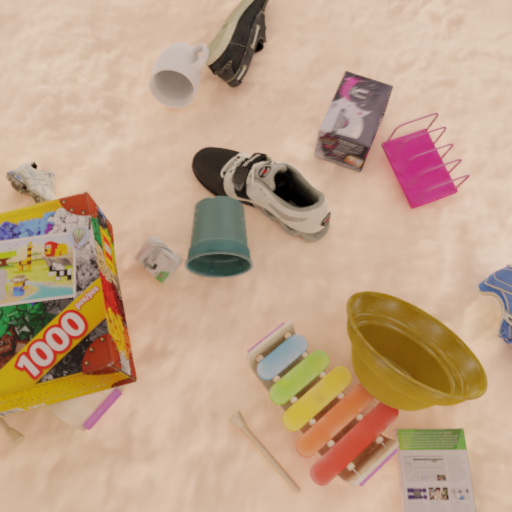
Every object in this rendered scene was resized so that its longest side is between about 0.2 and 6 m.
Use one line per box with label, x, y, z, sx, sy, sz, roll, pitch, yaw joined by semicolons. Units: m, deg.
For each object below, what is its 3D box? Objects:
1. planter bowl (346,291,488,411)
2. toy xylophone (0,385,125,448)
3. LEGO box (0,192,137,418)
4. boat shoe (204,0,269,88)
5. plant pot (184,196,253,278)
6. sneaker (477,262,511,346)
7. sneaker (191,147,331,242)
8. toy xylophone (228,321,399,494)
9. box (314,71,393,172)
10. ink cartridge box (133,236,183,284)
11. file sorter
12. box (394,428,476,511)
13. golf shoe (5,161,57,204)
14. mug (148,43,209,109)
planter bowl;2.536;1.878;9.821;2.694;1.122;2.694;21;25;-11
toy xylophone;-4.015;2.035;10.231;2.194;0.753;2.997;-40;72;-12
LEGO box;-4.356;1.028;9.362;4.097;1.581;3.051;-15;69;-2
boat shoe;-0.258;-5.411;13.536;1.091;1.159;3.228;37;58;-24
plant pot;-0.720;-0.392;10.967;1.318;1.318;1.291;0;68;0
sneaker;5.188;1.518;10.454;1.125;1.106;2.921;-24;67;15
sneaker;0.104;-1.611;11.499;3.294;1.458;1.220;27;70;13
toy xylophone;0.923;2.788;9.897;3.041;0.764;2.227;40;72;16
box;2.122;-2.966;12.290;1.171;1.017;1.772;21;67;9
ink cartridge box;-1.953;0.070;11.143;0.790;0.332;0.577;40;104;5
file sorter;3.528;-2.002;11.612;1.094;0.987;1.574;-20;77;-9
box;3.089;3.859;9.693;1.214;0.306;1.682;0;67;0
golf shoe;-4.501;-1.469;11.887;1.648;0.645;0.801;37;65;14
mug;-1.648;-4.274;12.724;1.465;1.082;1.285;-21;46;35
